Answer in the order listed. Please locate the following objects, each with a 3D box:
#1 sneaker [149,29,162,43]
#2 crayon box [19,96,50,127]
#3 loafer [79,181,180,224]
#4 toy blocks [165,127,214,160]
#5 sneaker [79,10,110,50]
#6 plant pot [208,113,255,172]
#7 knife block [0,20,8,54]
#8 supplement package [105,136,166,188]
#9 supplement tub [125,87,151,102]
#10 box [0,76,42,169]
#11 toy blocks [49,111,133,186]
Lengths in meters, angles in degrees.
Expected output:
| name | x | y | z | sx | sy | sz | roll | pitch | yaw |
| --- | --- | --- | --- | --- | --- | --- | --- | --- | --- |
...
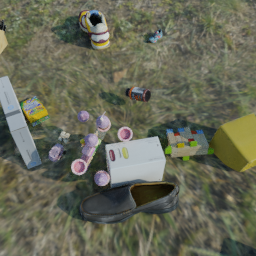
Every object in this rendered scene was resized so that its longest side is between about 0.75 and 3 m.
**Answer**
| name | x | y | z | sx | sy | sz | roll | pitch | yaw |
| --- | --- | --- | --- | --- | --- | --- | --- | --- | --- |
| sneaker | 1.112 | -3.810 | 11.494 | 0.320 | 0.385 | 0.806 | 30 | 57 | 22 |
| crayon box | -2.978 | -0.548 | 8.913 | 0.605 | 0.248 | 0.962 | -31 | 58 | -23 |
| loafer | 0.025 | 1.652 | 6.692 | 2.463 | 0.890 | 0.896 | -10 | 52 | -7 |
| toy blocks | 1.661 | 0.356 | 8.003 | 1.342 | 0.670 | 0.917 | -5 | 39 | 0 |
| sneaker | -1.390 | -4.389 | 11.441 | 0.992 | 1.193 | 2.648 | -19 | 53 | -15 |
| plant pot | 3.064 | 0.496 | 7.559 | 1.119 | 1.112 | 1.145 | -18 | 60 | -15 |
| knife block | -5.151 | -3.589 | 10.771 | 0.446 | 1.224 | 1.394 | 7 | 51 | 7 |
| supplement package | 0.166 | 0.914 | 7.179 | 1.366 | 1.064 | 0.757 | -9 | 52 | -8 |
| supplement tub | 0.304 | -1.065 | 8.804 | 0.775 | 0.414 | 0.414 | 15 | 50 | 34 |
| box | -3.035 | -0.163 | 7.704 | 0.432 | 1.634 | 2.096 | -20 | 54 | -18 |
| toy blocks | -0.951 | 0.377 | 6.695 | 1.712 | 1.441 | 1.600 | 27 | 84 | 3 |
